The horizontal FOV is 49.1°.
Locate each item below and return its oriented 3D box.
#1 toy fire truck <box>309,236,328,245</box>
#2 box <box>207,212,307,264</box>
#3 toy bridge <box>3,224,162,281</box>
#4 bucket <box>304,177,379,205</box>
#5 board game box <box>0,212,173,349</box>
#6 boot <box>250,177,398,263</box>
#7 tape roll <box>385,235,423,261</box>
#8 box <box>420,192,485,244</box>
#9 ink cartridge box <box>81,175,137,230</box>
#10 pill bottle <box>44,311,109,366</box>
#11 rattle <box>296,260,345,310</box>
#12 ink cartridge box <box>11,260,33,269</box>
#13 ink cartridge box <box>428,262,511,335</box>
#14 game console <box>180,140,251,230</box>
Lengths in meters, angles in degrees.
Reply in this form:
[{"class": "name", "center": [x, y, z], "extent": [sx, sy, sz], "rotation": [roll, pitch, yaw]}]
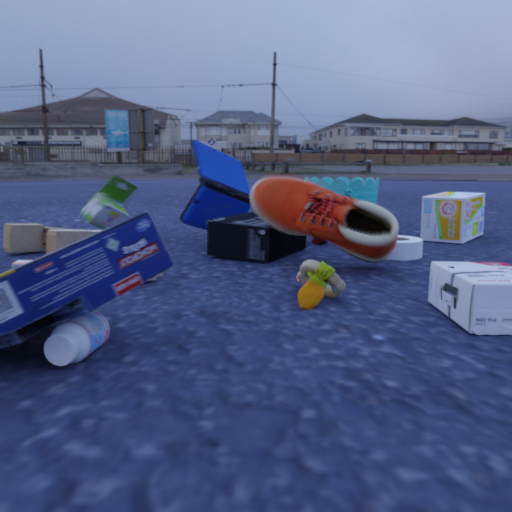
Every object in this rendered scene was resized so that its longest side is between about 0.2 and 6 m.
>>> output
[{"class": "toy fire truck", "center": [1.425, -0.658, 12.258], "extent": [0.523, 0.933, 0.783], "rotation": [7, 32, -22]}, {"class": "box", "center": [0.061, -0.406, 11.063], "extent": [1.313, 0.734, 1.861], "rotation": [11, 14, 27]}, {"class": "toy bridge", "center": [-3.005, -0.170, 10.054], "extent": [1.471, 0.596, 4.376], "rotation": [-3, 9, -45]}, {"class": "bucket", "center": [2.269, -1.402, 14.974], "extent": [2.126, 1.383, 2.126], "rotation": [0, 11, 0]}, {"class": "board game box", "center": [-2.277, 0.427, 5.606], "extent": [2.086, 0.644, 2.088], "rotation": [-18, 10, 45]}, {"class": "boot", "center": [1.119, -0.763, 9.356], "extent": [2.690, 1.009, 1.442], "rotation": [21, -5, 8]}, {"class": "tape roll", "center": [2.706, -0.165, 10.844], "extent": [1.010, 0.353, 1.010], "rotation": [0, 10, 0]}, {"class": "box", "center": [4.650, -0.934, 13.186], "extent": [0.961, 1.067, 1.896], "rotation": [6, 13, 35]}, {"class": "ink cartridge box", "center": [-3.204, -1.158, 12.570], "extent": [0.436, 1.150, 0.850], "rotation": [50, 10, 28]}, {"class": "pill bottle", "center": [-1.697, 0.782, 5.300], "extent": [0.387, 0.387, 0.711], "rotation": [1, 10, 8]}, {"class": "rattle", "center": [0.692, 0.503, 7.613], "extent": [0.679, 0.745, 1.043], "rotation": [30, -19, -22]}, {"class": "ink cartridge box", "center": [-3.482, 0.142, 9.376], "extent": [0.879, 0.272, 1.084], "rotation": [-1, 12, -8]}, {"class": "ink cartridge box", "center": [2.752, 0.455, 6.612], "extent": [1.015, 0.573, 1.382], "rotation": [1, 9, -2]}, {"class": "game console", "center": [-0.979, -1.479, 12.673], "extent": [1.085, 1.565, 1.833], "rotation": [43, 16, 33]}]
